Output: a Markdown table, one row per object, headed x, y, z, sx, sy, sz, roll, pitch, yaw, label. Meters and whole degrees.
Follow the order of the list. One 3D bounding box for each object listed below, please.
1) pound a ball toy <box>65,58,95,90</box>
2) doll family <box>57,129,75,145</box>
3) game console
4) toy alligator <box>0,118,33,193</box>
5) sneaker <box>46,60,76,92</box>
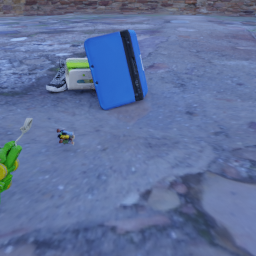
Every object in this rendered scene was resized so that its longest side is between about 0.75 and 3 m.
| x | y | z | sx | sy | sz | roll | pitch | yaw | label |
| --- | --- | --- | --- | --- | --- | --- | --- | --- | --- |
| -1.287 | -2.430 | 12.223 | 2.803 | 1.191 | 1.828 | -5 | 41 | -20 | pound a ball toy |
| -1.713 | 0.230 | 7.612 | 0.472 | 0.320 | 0.817 | 8 | 7 | -16 | doll family |
| -0.331 | -2.250 | 10.638 | 1.534 | 2.592 | 2.212 | -9 | 16 | 15 | game console |
| -2.462 | 0.648 | 5.400 | 0.568 | 2.093 | 0.621 | 24 | 9 | 0 | toy alligator |
| -2.916 | -2.349 | 12.255 | 0.772 | 1.164 | 2.045 | 13 | 28 | 16 | sneaker |
